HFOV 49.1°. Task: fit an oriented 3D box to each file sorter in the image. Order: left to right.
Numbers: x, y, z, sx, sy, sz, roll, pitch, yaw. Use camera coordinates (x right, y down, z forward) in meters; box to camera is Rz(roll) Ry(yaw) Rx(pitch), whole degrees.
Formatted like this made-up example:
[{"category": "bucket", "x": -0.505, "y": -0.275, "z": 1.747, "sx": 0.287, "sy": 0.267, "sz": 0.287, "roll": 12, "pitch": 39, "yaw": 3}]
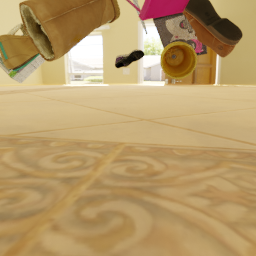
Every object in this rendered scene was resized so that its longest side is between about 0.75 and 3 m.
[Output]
[{"category": "file sorter", "x": 0.580, "y": -2.833, "z": 4.426, "sx": 1.189, "sy": 1.711, "sz": 1.073, "roll": -30, "pitch": 70, "yaw": -39}]

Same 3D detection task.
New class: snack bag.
[{"category": "snack bag", "x": 0.283, "y": -3.461, "z": 7.974, "sx": 0.132, "sy": 1.232, "sz": 1.161, "roll": -20, "pitch": -25, "yaw": 7}]

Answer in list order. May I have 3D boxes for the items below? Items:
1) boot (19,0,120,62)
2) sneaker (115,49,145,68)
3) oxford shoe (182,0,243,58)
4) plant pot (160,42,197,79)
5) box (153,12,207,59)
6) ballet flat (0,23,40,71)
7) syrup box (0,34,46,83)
[{"category": "boot", "x": -1.365, "y": -3.021, "z": 6.291, "sx": 0.844, "sy": 2.234, "sz": 2.551, "roll": -10, "pitch": 27, "yaw": 45}, {"category": "sneaker", "x": 0.067, "y": -2.636, "z": 11.004, "sx": 1.271, "sy": 0.556, "sz": 0.481, "roll": -12, "pitch": -40, "yaw": 28}, {"category": "oxford shoe", "x": 2.158, "y": -3.177, "z": 8.423, "sx": 0.972, "sy": 2.725, "sz": 0.971, "roll": -25, "pitch": -23, "yaw": -20}, {"category": "plant pot", "x": 1.730, "y": -2.479, "z": 10.017, "sx": 1.244, "sy": 1.244, "sz": 1.171, "roll": 0, "pitch": 23, "yaw": 0}, {"category": "box", "x": 1.996, "y": -3.849, "z": 10.435, "sx": 1.656, "sy": 1.438, "sz": 2.507, "roll": -8, "pitch": -22, "yaw": 18}, {"category": "ballet flat", "x": -2.340, "y": -2.287, "z": 7.082, "sx": 0.945, "sy": 0.868, "sz": 2.755, "roll": -20, "pitch": 25, "yaw": 18}, {"category": "syrup box", "x": -3.348, "y": -2.671, "z": 9.676, "sx": 2.216, "sy": 0.872, "sz": 0.902, "roll": -44, "pitch": -4, "yaw": -2}]
